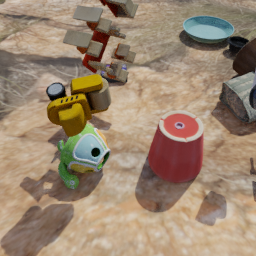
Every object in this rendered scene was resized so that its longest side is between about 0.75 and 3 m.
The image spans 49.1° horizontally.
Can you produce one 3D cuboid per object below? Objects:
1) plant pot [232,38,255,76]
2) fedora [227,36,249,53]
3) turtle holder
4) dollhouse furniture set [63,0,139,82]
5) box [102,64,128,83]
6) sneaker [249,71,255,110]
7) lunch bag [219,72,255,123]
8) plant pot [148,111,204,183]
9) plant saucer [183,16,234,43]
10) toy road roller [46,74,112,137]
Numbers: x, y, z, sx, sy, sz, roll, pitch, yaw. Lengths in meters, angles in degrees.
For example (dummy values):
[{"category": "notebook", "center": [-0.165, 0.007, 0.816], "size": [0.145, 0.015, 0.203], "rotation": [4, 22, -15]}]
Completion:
[{"category": "plant pot", "center": [5.708, -2.337, 11.336], "size": [1.977, 1.977, 2.116], "rotation": [-18, 59, -17]}, {"category": "fedora", "center": [5.415, -4.043, 13.764], "size": [1.169, 0.534, 1.169], "rotation": [2, 48, -2]}, {"category": "turtle holder", "center": [-1.359, 0.793, 8.453], "size": [1.290, 1.380, 1.816], "rotation": [30, 49, 14]}, {"category": "dollhouse furniture set", "center": [-0.795, -3.118, 9.093], "size": [1.381, 2.681, 2.652], "rotation": [19, 86, 25]}, {"category": "box", "center": [-0.596, -2.385, 12.227], "size": [1.109, 0.437, 0.783], "rotation": [-4, 48, -4]}, {"category": "sneaker", "center": [3.717, -1.333, 7.605], "size": [0.641, 1.720, 0.749], "rotation": [12, 23, 17]}, {"category": "lunch bag", "center": [4.606, -1.102, 10.500], "size": [1.506, 1.079, 1.836], "rotation": [-20, 50, -13]}, {"category": "plant pot", "center": [1.521, 0.469, 8.605], "size": [1.824, 1.614, 1.824], "rotation": [-1, 45, 1]}, {"category": "plant saucer", "center": [4.238, -5.195, 14.940], "size": [2.661, 0.478, 2.661], "rotation": [0, 46, 0]}, {"category": "toy road roller", "center": [-1.182, -0.495, 6.969], "size": [1.641, 1.008, 1.198], "rotation": [-15, 54, -3]}]
